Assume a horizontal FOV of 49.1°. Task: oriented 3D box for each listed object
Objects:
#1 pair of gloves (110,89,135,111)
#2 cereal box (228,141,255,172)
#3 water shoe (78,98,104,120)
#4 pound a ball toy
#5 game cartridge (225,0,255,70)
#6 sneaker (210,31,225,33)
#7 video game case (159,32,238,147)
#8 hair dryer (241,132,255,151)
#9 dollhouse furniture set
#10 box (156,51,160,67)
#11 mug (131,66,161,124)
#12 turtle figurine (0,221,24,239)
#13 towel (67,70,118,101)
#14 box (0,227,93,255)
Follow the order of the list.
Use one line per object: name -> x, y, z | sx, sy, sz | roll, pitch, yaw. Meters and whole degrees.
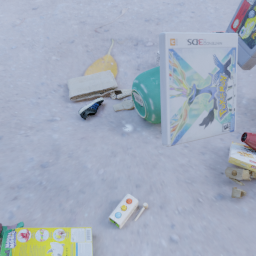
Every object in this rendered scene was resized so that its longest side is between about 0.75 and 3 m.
pair of gloves -> -0.166, -1.088, 10.516 | 0.935, 0.193, 1.100 | -8, 50, -7
cereal box -> 3.530, 0.846, 8.509 | 0.852, 0.234, 1.184 | 19, 26, 15
water shoe -> -1.257, -0.673, 10.109 | 1.133, 0.405, 0.447 | -35, 85, -28
pound a ball toy -> 0.029, 2.217, 7.504 | 0.641, 0.418, 0.983 | 29, 56, 23
game cartridge -> 3.488, -2.896, 7.513 | 0.502, 2.453, 1.633 | -1, 46, -21
sneaker -> 4.628, -4.060, 12.837 | 2.141, 0.824, 0.909 | 5, 36, -4
video game case -> 1.441, -0.791, 5.499 | 1.879, 2.062, 0.227 | -10, 14, -29
hair dryer -> 4.502, 0.811, 8.015 | 2.601, 0.707, 1.981 | 34, 21, 27
dollhouse furniture set -> 3.277, 1.599, 8.182 | 0.950, 0.840, 0.528 | 12, -4, -41
box -> 2.201, -2.259, 11.173 | 1.394, 0.719, 2.390 | -14, 50, -12
mug -> 0.902, -1.007, 9.582 | 1.361, 2.201, 1.808 | -24, 77, -16
turtle figurine -> -3.726, 2.385, 6.305 | 2.465, 1.241, 1.846 | 31, 61, -29
towel -> -1.390, -1.659, 10.845 | 1.881, 0.324, 1.247 | -13, 44, -6
box -> -1.865, 2.958, 6.493 | 2.044, 0.494, 1.199 | 7, 47, -17
